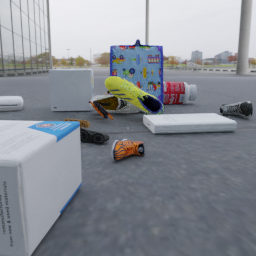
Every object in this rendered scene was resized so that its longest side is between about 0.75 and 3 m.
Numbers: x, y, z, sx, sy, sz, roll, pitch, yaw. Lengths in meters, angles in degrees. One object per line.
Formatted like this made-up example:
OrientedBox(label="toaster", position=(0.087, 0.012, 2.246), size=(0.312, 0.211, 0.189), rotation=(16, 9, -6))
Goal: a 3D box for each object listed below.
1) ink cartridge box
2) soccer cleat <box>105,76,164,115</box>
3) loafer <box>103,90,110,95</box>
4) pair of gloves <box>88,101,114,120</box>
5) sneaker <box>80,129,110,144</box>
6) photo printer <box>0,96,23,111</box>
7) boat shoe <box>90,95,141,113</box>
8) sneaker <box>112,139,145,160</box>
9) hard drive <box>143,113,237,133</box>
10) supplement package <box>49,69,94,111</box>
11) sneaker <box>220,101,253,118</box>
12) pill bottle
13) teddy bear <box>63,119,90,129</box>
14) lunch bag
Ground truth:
OrientedBox(label="ink cartridge box", position=(-1.981, 0.525, 3.426), size=(2.426, 1.022, 1.754), rotation=(2, 13, 8))
OrientedBox(label="soccer cleat", position=(0.239, -1.105, 9.177), size=(2.199, 0.711, 0.920), rotation=(33, -10, 2))
OrientedBox(label="loafer", position=(-1.126, -1.583, 14.055), size=(0.580, 0.507, 1.614), rotation=(2, 13, 8))
OrientedBox(label="pair of gloves", position=(-0.908, -0.578, 9.176), size=(0.119, 0.855, 0.960), rotation=(-49, 19, -12))
OrientedBox(label="sneaker", position=(-0.826, 0.210, 6.668), size=(0.852, 0.324, 0.387), rotation=(14, 8, 27))
OrientedBox(label="photo printer", position=(-4.946, -1.018, 11.586), size=(1.149, 0.480, 1.381), rotation=(-3, 14, -20))
OrientedBox(label="boat shoe", position=(-0.249, -0.911, 10.274), size=(2.317, 0.822, 0.809), rotation=(0, 12, -6))
OrientedBox(label="sneaker", position=(0.048, 0.403, 5.517), size=(0.530, 0.367, 0.946), rotation=(3, 13, 20))
OrientedBox(label="hard drive", position=(1.708, -0.159, 8.148), size=(2.289, 0.301, 1.509), rotation=(-1, 13, -8))
OrientedBox(label="supplement package", position=(-2.282, -1.660, 11.793), size=(1.621, 1.633, 2.152), rotation=(-1, 13, -4))
OrientedBox(label="sneaker", position=(3.737, -0.620, 9.880), size=(0.883, 0.574, 1.530), rotation=(-4, 2, 3))
OrientedBox(label="pill bottle", position=(2.235, -1.654, 13.209), size=(1.835, 1.030, 1.030), rotation=(0, 13, -2))
OrientedBox(label="teddy bear", position=(-1.510, -0.051, 7.704), size=(0.874, 0.402, 1.205), rotation=(2, 3, -27))
OrientedBox(label="lunch bag", position=(0.342, -2.108, 11.163), size=(2.096, 2.784, 1.309), rotation=(0, 13, 1))
